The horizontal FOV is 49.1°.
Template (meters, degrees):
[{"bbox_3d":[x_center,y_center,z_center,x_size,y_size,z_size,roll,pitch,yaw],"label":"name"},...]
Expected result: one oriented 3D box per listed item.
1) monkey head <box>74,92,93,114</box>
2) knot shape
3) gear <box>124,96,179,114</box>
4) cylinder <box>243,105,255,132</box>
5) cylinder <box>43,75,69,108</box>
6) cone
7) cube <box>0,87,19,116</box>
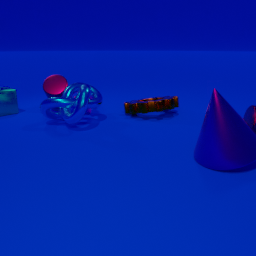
[{"bbox_3d":[-1.455,-1.011,10.025,0.767,0.915,1.272,-34,25,16],"label":"monkey head"},{"bbox_3d":[-1.623,-0.869,8.878,2.007,0.928,1.878,-7,25,38],"label":"knot shape"},{"bbox_3d":[0.839,-0.850,10.134,1.956,0.362,1.956,-7,10,1],"label":"gear"},{"bbox_3d":[3.548,-0.117,7.291,0.843,0.843,0.843,10,18,2],"label":"cylinder"},{"bbox_3d":[-2.666,-1.393,10.662,0.922,0.922,0.922,0,-27,2],"label":"cylinder"},{"bbox_3d":[1.941,-0.159,5.827,1.474,1.479,1.474,-17,25,8],"label":"cone"},{"bbox_3d":[-4.625,-0.963,10.165,0.895,0.895,0.895,-16,23,-42],"label":"cube"}]
